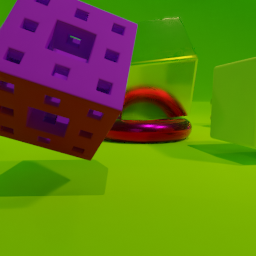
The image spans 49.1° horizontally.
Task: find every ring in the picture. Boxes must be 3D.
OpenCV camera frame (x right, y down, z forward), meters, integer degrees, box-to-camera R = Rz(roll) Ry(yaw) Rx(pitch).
[{"bbox_3d":[0.262,-0.019,5.389,1.900,0.380,1.900,0,6,0],"label":"ring"}]

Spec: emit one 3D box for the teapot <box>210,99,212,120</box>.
[{"bbox_3d":[2.630,-0.426,7.122,1.057,0.833,1.701,19,-11,-16],"label":"teapot"}]

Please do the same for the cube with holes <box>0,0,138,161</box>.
[{"bbox_3d":[-0.525,-0.392,2.253,0.864,0.864,0.864,17,-33,-13],"label":"cube with holes"}]

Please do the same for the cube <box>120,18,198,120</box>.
[{"bbox_3d":[0.412,-1.045,5.119,1.304,1.304,1.304,-6,48,-1],"label":"cube"}]

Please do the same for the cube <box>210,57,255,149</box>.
[{"bbox_3d":[1.738,-0.302,3.518,0.994,0.994,0.994,1,5,-12],"label":"cube"}]
